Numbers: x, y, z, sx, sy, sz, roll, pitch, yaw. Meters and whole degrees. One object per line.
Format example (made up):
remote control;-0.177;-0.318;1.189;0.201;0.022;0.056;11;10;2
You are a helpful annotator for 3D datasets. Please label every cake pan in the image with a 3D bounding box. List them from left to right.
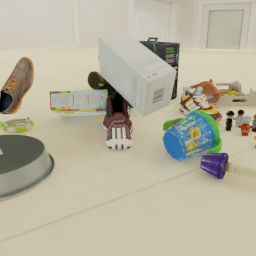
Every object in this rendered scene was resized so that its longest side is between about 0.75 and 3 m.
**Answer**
cake pan;-3.411;0.868;7.111;2.996;0.549;2.996;0;20;0

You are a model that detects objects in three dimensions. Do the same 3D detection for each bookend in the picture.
bookend;-0.713;-1.150;11.923;1.492;0.691;1.501;-34;51;18

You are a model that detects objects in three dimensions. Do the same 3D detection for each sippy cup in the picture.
sippy cup;1.704;0.282;7.907;1.224;1.312;1.671;-24;1;-26

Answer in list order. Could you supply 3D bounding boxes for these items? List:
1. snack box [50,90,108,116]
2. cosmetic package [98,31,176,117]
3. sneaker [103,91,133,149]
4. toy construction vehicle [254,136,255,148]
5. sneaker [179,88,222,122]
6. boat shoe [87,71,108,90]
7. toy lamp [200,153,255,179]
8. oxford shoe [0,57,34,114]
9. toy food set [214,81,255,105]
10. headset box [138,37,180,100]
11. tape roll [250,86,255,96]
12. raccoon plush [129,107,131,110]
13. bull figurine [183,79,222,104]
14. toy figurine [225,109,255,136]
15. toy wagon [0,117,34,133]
snack box;-1.703;-0.865;10.331;1.893;0.705;2.662;-1;-1;-6
cosmetic package;0.157;-1.643;8.212;1.035;1.313;2.440;-25;55;-24
sneaker;-0.303;-0.537;9.336;1.065;1.627;2.816;-3;21;-7
toy construction vehicle;4.303;0.470;8.532;0.765;0.309;0.879;4;21;11
sneaker;2.853;-0.934;11.252;0.886;1.065;2.364;-10;22;-25
boat shoe;-1.254;-2.491;15.937;1.101;1.036;2.891;2;23;-39
toy lamp;2.868;1.045;6.473;2.352;0.684;0.684;11;23;30
oxford shoe;-3.739;-1.379;9.333;0.746;2.091;0.762;23;9;1
toy food set;5.104;-1.801;13.935;2.004;0.844;2.793;1;20;1
headset box;1.132;-3.044;14.237;2.591;2.975;1.380;15;25;38
tape roll;7.594;-1.643;13.996;2.781;0.508;2.781;-1;20;0
raccoon plush;0.215;-1.504;13.040;2.212;1.070;1.482;-18;35;-41
bull figurine;3.550;-1.701;13.325;1.681;0.901;2.768;-13;13;9
toy figurine;4.053;-0.245;9.883;1.023;0.723;1.039;-14;24;-32
toy wagon;-3.971;-0.079;10.099;1.058;0.270;1.364;-13;24;-31
